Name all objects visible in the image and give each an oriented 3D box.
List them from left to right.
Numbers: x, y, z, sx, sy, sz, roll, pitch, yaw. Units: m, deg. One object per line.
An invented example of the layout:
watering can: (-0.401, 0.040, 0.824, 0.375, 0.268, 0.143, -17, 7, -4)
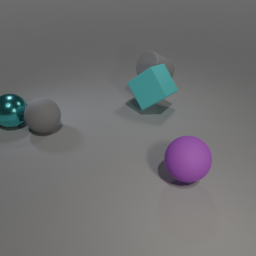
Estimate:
ball: (-4.809, -0.714, 11.479, 1.400, 1.400, 1.400, 0, 32, 0)
ball: (-3.377, -0.506, 11.102, 1.400, 1.400, 1.400, 0, 32, 0)
cube: (1.124, -1.842, 12.473, 1.400, 1.400, 1.400, -28, 1, 35)
cylinder: (1.372, -2.957, 14.023, 1.400, 1.400, 1.400, 11, 17, -45)
ball: (1.801, 0.929, 8.425, 1.400, 1.400, 1.400, 0, 32, 0)
